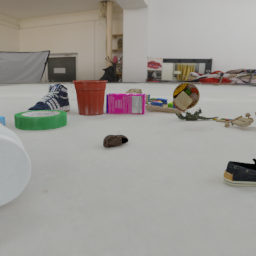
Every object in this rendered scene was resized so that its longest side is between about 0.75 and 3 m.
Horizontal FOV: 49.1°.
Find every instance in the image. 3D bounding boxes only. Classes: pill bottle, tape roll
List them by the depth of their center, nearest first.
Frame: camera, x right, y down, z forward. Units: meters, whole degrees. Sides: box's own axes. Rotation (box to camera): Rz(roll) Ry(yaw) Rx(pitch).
[{"bbox_3d":[-2.924,0.535,5.587,1.435,1.435,2.537,-8,15,-34],"label":"pill bottle"},{"bbox_3d":[-3.733,-0.376,12.080,2.173,0.522,2.173,0,11,0],"label":"tape roll"}]

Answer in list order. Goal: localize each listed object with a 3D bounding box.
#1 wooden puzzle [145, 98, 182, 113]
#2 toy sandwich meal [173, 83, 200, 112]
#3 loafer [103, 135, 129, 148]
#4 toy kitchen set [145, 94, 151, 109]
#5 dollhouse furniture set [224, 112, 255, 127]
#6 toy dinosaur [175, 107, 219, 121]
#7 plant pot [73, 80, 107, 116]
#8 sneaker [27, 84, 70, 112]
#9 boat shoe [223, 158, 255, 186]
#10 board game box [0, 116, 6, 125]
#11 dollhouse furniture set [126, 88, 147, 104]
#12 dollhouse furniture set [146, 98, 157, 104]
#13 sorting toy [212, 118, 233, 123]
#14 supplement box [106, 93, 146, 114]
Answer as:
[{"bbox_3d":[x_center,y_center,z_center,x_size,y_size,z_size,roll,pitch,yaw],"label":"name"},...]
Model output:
[{"bbox_3d":[2.321,-1.380,16.423,2.114,0.528,2.282,9,14,20],"label":"wooden puzzle"},{"bbox_3d":[2.434,-1.327,11.817,1.252,1.252,0.429,1,5,6],"label":"toy sandwich meal"},{"bbox_3d":[-0.363,0.392,8.809,0.369,0.380,1.040,9,15,38],"label":"loafer"},{"bbox_3d":[1.394,-1.636,17.066,0.659,0.896,1.119,6,13,18],"label":"toy kitchen set"},{"bbox_3d":[4.905,-0.054,11.308,1.453,0.710,1.239,-25,14,-4],"label":"dollhouse furniture set"},{"bbox_3d":[3.207,-0.607,13.379,1.973,0.468,0.870,0,27,1],"label":"toy dinosaur"},{"bbox_3d":[-1.984,-1.629,14.952,1.820,1.770,1.820,-1,12,0],"label":"plant pot"},{"bbox_3d":[-4.255,-1.545,15.006,1.015,1.571,2.895,7,14,29],"label":"sneaker"},{"bbox_3d":[2.862,0.933,6.012,1.632,0.508,0.609,0,10,-4],"label":"boat shoe"},{"bbox_3d":[-6.440,-0.314,12.119,1.876,0.378,1.436,10,15,39],"label":"board game box"},{"bbox_3d":[0.181,-1.633,17.538,1.504,1.060,1.054,-41,31,-25],"label":"dollhouse furniture set"},{"bbox_3d":[1.197,-2.013,18.349,2.046,0.790,1.023,-4,-3,23],"label":"dollhouse furniture set"},{"bbox_3d":[4.387,-0.391,13.086,0.946,0.127,0.705,9,15,36],"label":"sorting toy"},{"bbox_3d":[-0.090,-1.346,15.343,2.085,1.078,1.055,3,11,5],"label":"supplement box"}]
